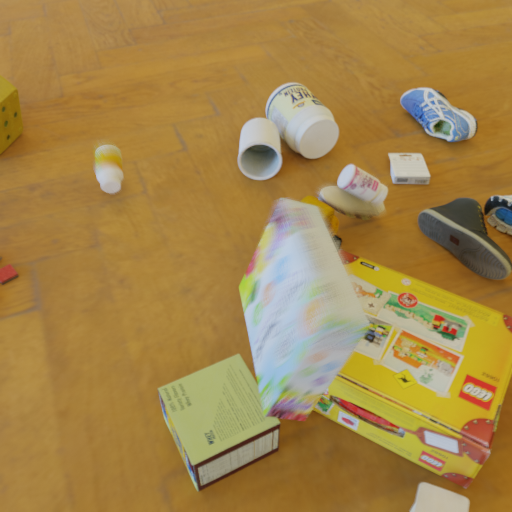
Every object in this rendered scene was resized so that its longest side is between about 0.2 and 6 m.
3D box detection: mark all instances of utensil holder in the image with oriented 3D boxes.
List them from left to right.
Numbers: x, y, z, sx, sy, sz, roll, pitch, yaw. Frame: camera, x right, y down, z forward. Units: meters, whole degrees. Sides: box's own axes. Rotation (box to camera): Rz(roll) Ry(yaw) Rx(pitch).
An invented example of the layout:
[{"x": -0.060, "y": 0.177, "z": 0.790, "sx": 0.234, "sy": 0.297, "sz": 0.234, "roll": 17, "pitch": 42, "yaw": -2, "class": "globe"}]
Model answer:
[{"x": 0.096, "y": -2.505, "z": 13.001, "sx": 1.000, "sy": 1.000, "sz": 1.176, "roll": 1, "pitch": 43, "yaw": 1, "class": "utensil holder"}]

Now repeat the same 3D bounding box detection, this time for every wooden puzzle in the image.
[{"x": -5.992, "y": 0.788, "z": 10.283, "sx": 1.744, "sy": 0.207, "sz": 2.941, "roll": 24, "pitch": 50, "yaw": 22, "class": "wooden puzzle"}]

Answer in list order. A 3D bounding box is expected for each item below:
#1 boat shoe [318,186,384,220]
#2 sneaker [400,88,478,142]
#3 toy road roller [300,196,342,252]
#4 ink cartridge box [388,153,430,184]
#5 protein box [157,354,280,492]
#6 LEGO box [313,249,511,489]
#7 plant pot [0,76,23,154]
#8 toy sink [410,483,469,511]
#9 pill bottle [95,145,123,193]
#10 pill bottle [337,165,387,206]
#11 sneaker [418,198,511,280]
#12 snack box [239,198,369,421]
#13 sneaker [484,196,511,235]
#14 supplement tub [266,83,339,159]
[{"x": 1.895, "y": -1.046, "z": 11.493, "sx": 1.550, "sy": 0.461, "sz": 0.557, "roll": 6, "pitch": 58, "yaw": -29, "class": "boat shoe"}, {"x": 4.483, "y": -3.577, "z": 14.152, "sx": 0.846, "sy": 0.831, "sz": 2.196, "roll": -27, "pitch": 50, "yaw": -29, "class": "sneaker"}, {"x": 0.915, "y": -0.426, "z": 10.795, "sx": 0.978, "sy": 1.162, "sz": 1.591, "roll": 35, "pitch": 54, "yaw": 29, "class": "toy road roller"}, {"x": 3.545, "y": -2.047, "z": 13.095, "sx": 0.814, "sy": 0.240, "sz": 1.017, "roll": 0, "pitch": 41, "yaw": 1, "class": "ink cartridge box"}, {"x": -0.546, "y": 2.409, "z": 8.197, "sx": 1.330, "sy": 0.897, "sz": 1.320, "roll": -20, "pitch": 49, "yaw": -19, "class": "protein box"}, {"x": 2.184, "y": 1.583, "z": 8.759, "sx": 3.238, "sy": 1.249, "sz": 2.411, "roll": 23, "pitch": 50, "yaw": 21, "class": "LEGO box"}, {"x": -6.750, "y": -3.409, "z": 13.378, "sx": 1.712, "sy": 1.941, "sz": 1.942, "roll": 19, "pitch": 47, "yaw": 3, "class": "plant pot"}, {"x": 2.300, "y": 3.602, "z": 7.270, "sx": 0.655, "sy": 0.563, "sz": 1.005, "roll": 15, "pitch": 52, "yaw": 15, "class": "toy sink"}, {"x": -3.207, "y": -1.888, "z": 12.228, "sx": 0.555, "sy": 0.555, "sz": 1.000, "roll": -8, "pitch": 57, "yaw": -8, "class": "pill bottle"}, {"x": 2.132, "y": -1.395, "z": 11.170, "sx": 0.914, "sy": 0.518, "sz": 0.518, "roll": 25, "pitch": 42, "yaw": -20, "class": "pill bottle"}, {"x": 4.385, "y": -0.471, "z": 11.090, "sx": 1.146, "sy": 0.807, "sz": 2.158, "roll": -27, "pitch": 50, "yaw": -21, "class": "sneaker"}, {"x": 0.488, "y": 0.624, "z": 7.467, "sx": 0.658, "sy": 1.766, "sz": 2.483, "roll": 11, "pitch": 35, "yaw": -20, "class": "snack box"}, {"x": 5.875, "y": -0.577, "z": 11.193, "sx": 1.067, "sy": 0.923, "sz": 2.463, "roll": -19, "pitch": 48, "yaw": -25, "class": "sneaker"}, {"x": 1.111, "y": -3.260, "z": 13.544, "sx": 1.252, "sy": 1.252, "sz": 1.727, "roll": -18, "pitch": 48, "yaw": -17, "class": "supplement tub"}]
